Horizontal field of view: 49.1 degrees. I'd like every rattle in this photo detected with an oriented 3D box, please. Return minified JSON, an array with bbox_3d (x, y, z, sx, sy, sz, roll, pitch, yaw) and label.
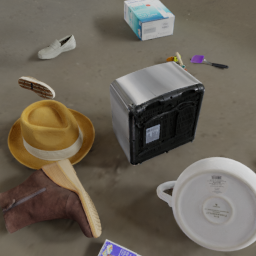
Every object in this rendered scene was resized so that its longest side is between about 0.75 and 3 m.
[{"bbox_3d":[1.841,-2.425,10.643,0.567,0.517,0.793,-16,76,1],"label":"rattle"}]

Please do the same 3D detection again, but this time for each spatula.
[{"bbox_3d":[3.159,-2.525,10.790,1.441,0.148,0.407,20,67,14],"label":"spatula"}]

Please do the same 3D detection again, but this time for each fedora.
[{"bbox_3d":[-2.228,-0.023,7.986,2.593,1.058,2.593,0,49,0],"label":"fedora"}]

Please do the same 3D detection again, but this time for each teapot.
[{"bbox_3d":[2.009,1.546,6.306,2.116,2.088,1.545,44,20,9],"label":"teapot"}]

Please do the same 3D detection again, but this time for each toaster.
[{"bbox_3d":[0.727,-0.434,7.431,2.165,2.394,1.421,-22,49,-17],"label":"toaster"}]

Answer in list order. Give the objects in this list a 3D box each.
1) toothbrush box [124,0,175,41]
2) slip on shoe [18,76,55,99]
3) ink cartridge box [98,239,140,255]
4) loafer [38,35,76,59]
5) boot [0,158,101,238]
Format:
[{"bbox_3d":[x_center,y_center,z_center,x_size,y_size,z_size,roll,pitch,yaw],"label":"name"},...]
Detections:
[{"bbox_3d":[0.889,-4.883,12.388,1.544,0.899,2.109,-15,49,-13],"label":"toothbrush box"},{"bbox_3d":[-2.048,-0.945,6.412,0.937,0.356,0.284,20,33,13],"label":"slip on shoe"},{"bbox_3d":[-0.243,3.004,5.859,0.988,0.214,0.979,18,51,18],"label":"ink cartridge box"},{"bbox_3d":[-2.846,-3.244,11.149,1.647,0.575,0.576,-35,57,-27],"label":"loafer"},{"bbox_3d":[-1.849,1.972,6.587,1.912,0.831,2.298,-31,56,-10],"label":"boot"}]
